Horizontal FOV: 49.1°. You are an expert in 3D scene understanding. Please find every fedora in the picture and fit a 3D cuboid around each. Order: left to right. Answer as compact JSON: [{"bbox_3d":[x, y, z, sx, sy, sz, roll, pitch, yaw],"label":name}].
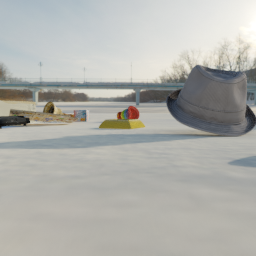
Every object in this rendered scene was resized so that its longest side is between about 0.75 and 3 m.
[{"bbox_3d":[1.767,-0.737,5.701,1.859,0.949,2.102,16,26,16],"label":"fedora"}]

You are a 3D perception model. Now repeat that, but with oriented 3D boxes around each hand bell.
[{"bbox_3d":[-2.942,-0.582,12.864,0.882,0.882,1.694,3,-9,41],"label":"hand bell"}]

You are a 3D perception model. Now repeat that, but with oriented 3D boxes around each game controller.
[{"bbox_3d":[-3.377,-0.128,7.701,0.845,0.341,1.620,-14,1,7],"label":"game controller"}]

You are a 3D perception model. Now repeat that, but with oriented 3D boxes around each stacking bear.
[{"bbox_3d":[-0.075,-0.538,11.892,0.609,0.650,1.071,5,-7,-40],"label":"stacking bear"}]

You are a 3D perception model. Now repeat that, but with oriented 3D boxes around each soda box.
[{"bbox_3d":[-1.975,-0.535,12.029,0.540,0.502,1.578,0,4,-4],"label":"soda box"}]

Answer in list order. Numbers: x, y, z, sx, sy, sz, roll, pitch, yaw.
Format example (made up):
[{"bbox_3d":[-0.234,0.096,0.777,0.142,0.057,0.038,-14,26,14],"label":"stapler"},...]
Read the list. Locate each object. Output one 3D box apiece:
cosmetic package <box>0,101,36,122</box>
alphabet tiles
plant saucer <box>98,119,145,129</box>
[{"bbox_3d":[-4.531,-0.567,9.985,1.174,0.829,2.268,2,3,26],"label":"cosmetic package"},{"bbox_3d":[-2.758,-0.338,9.147,2.075,0.078,1.734,6,-8,-24],"label":"alphabet tiles"},{"bbox_3d":[-0.148,-0.122,7.550,0.980,0.238,0.980,2,5,26],"label":"plant saucer"}]
